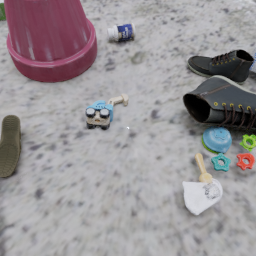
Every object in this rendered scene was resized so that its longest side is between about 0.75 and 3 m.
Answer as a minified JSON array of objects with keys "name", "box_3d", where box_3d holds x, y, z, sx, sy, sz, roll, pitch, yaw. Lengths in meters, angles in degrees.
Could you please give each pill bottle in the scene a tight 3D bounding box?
[{"name":"pill bottle","box_3d":[-0.229,-3.216,9.437,0.906,0.503,0.503,-11,58,-7]}]

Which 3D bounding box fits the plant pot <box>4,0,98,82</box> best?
[{"name":"plant pot","box_3d":[-2.380,-3.166,8.236,2.766,2.476,2.766,0,56,0]}]

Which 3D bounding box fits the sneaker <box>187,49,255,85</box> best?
[{"name":"sneaker","box_3d":[2.746,-2.021,8.369,1.853,0.984,0.693,18,59,12]}]

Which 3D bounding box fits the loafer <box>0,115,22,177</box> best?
[{"name":"loafer","box_3d":[-2.954,0.468,7.051,0.599,0.531,1.574,7,72,-7]}]

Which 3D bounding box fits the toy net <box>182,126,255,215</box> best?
[{"name":"toy net","box_3d":[2.153,1.037,6.720,1.344,0.495,2.561,26,62,13]}]

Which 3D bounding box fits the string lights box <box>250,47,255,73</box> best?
[{"name":"string lights box","box_3d":[5.023,-1.780,8.141,2.680,0.790,1.377,29,48,19]}]

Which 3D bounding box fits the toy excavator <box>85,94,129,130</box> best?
[{"name":"toy excavator","box_3d":[-0.573,-0.556,7.730,1.124,0.577,1.156,4,48,1]}]

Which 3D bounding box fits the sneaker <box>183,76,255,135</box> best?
[{"name":"sneaker","box_3d":[2.834,-0.230,6.947,2.941,1.100,1.562,33,43,30]}]

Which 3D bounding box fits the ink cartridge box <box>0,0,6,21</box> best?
[{"name":"ink cartridge box","box_3d":[-4.781,-4.572,10.183,2.440,0.723,1.267,-10,57,-6]}]
